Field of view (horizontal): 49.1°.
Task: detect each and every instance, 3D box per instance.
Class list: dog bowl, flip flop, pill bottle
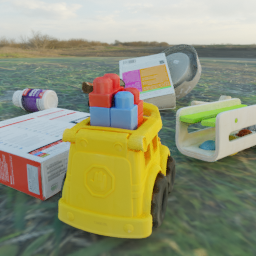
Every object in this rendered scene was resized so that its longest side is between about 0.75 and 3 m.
[{"bbox_3d":[1.887,-2.290,12.024,2.722,2.722,0.798,21,-14,49],"label":"dog bowl"},{"bbox_3d":[-0.829,-1.314,10.531,1.657,0.672,0.477,-38,15,19],"label":"flip flop"},{"bbox_3d":[-3.453,-1.026,10.360,1.514,0.844,0.844,7,18,20],"label":"pill bottle"}]

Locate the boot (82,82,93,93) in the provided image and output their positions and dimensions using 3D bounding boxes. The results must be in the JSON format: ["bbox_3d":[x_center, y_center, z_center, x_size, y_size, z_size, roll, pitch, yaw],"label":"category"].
[{"bbox_3d":[-1.776,-1.999,14.178,0.772,0.540,1.440,-7,23,-41],"label":"boot"}]

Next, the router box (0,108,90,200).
[{"bbox_3d":[-1.714,0.301,6.303,2.627,0.715,2.927,11,20,30],"label":"router box"}]

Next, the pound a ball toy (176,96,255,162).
[{"bbox_3d":[2.247,-0.042,6.722,2.808,1.193,1.831,-11,15,-37],"label":"pound a ball toy"}]

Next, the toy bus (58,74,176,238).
[{"bbox_3d":[-0.065,0.212,4.334,1.480,2.094,2.181,4,16,18],"label":"toy bus"}]

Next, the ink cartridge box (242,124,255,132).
[{"bbox_3d":[4.514,0.084,7.368,2.294,0.539,2.267,-12,21,-29],"label":"ink cartridge box"}]

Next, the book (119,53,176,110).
[{"bbox_3d":[0.662,-1.878,11.054,1.990,0.716,2.979,-8,45,5],"label":"book"}]
